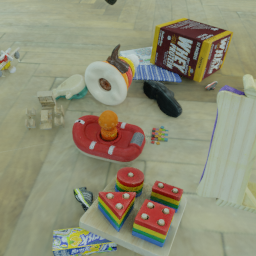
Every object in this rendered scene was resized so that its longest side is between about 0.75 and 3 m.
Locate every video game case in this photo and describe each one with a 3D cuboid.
[{"bbox_3d":[0.754,-3.673,14.707,1.973,0.234,1.796,-12,44,-12],"label":"video game case"}]

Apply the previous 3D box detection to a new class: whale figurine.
[{"bbox_3d":[-2.507,-1.614,12.232,1.699,0.881,1.351,-22,45,12],"label":"whale figurine"}]

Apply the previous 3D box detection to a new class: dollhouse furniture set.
[{"bbox_3d":[-3.232,-0.573,11.155,1.389,0.984,1.512,-5,64,-5],"label":"dollhouse furniture set"}]

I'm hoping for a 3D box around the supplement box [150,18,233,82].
[{"bbox_3d":[3.017,-3.841,13.419,2.748,1.825,2.711,29,41,28],"label":"supplement box"}]

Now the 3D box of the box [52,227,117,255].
[{"bbox_3d":[-1.117,2.972,7.386,1.630,0.524,0.571,-5,43,-6],"label":"box"}]

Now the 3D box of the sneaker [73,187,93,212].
[{"bbox_3d":[-1.195,2.149,8.369,0.456,0.416,1.127,-24,50,-28],"label":"sneaker"}]

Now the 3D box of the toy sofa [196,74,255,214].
[{"bbox_3d":[2.389,0.316,5.972,1.332,2.730,1.131,12,26,17],"label":"toy sofa"}]

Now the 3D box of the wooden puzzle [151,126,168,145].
[{"bbox_3d":[1.213,0.259,10.617,0.620,0.073,1.046,6,43,6],"label":"wooden puzzle"}]

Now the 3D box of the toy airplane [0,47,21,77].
[{"bbox_3d":[-5.844,-3.158,13.501,1.615,1.140,1.608,-35,31,11],"label":"toy airplane"}]

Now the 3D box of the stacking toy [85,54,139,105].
[{"bbox_3d":[-0.384,-2.428,12.077,1.990,1.990,2.723,20,46,21],"label":"stacking toy"}]

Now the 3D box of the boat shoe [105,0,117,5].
[{"bbox_3d":[-0.984,-5.591,11.126,0.565,1.494,0.552,-39,46,10],"label":"boat shoe"}]

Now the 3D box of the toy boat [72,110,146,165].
[{"bbox_3d":[-0.678,0.100,9.611,2.554,1.669,1.667,12,44,12],"label":"toy boat"}]

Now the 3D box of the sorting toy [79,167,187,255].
[{"bbox_3d":[0.287,2.062,7.656,2.347,0.822,2.361,17,29,17],"label":"sorting toy"}]

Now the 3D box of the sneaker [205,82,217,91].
[{"bbox_3d":[3.870,-1.882,12.838,0.752,0.290,0.308,-27,78,-28],"label":"sneaker"}]

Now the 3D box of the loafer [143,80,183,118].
[{"bbox_3d":[1.602,-1.340,11.777,0.890,0.896,2.461,-16,47,-23],"label":"loafer"}]

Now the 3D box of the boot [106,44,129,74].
[{"bbox_3d":[-0.223,-2.406,9.836,0.851,0.793,0.273,34,17,-16],"label":"boot"}]

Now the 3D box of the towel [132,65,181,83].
[{"bbox_3d":[1.272,-2.551,13.178,2.280,0.272,1.651,2,33,-5],"label":"towel"}]
